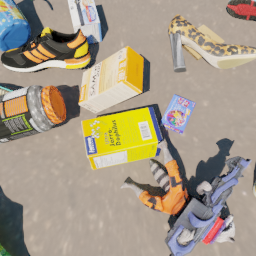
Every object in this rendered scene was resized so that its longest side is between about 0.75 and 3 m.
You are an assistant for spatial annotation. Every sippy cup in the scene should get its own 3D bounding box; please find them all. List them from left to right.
[{"bbox_3d":[-4.101,-3.445,8.978,1.688,2.303,1.808,48,44,9],"label":"sippy cup"}]

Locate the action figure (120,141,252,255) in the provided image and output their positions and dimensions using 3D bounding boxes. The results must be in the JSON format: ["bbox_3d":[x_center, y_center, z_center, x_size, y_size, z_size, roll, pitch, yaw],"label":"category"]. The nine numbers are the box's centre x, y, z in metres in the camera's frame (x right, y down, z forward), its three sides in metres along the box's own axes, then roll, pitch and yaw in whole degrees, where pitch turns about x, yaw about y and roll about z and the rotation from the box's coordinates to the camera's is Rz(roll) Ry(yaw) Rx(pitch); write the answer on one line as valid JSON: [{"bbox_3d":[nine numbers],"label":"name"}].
[{"bbox_3d":[1.553,1.507,6.661,2.677,1.448,2.768,43,94,13],"label":"action figure"}]

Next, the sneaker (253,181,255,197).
[{"bbox_3d":[3.892,0.842,7.181,0.812,0.977,2.168,20,65,9],"label":"sneaker"}]

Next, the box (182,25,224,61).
[{"bbox_3d":[2.469,-2.923,9.510,1.239,0.132,1.013,-35,69,-15],"label":"box"}]

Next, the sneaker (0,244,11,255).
[{"bbox_3d":[-3.180,2.794,6.137,1.001,1.129,2.702,-35,69,-17],"label":"sneaker"}]

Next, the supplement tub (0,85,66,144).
[{"bbox_3d":[-2.756,-0.376,7.321,2.034,1.246,1.246,-14,64,9],"label":"supplement tub"}]

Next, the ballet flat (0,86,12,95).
[{"bbox_3d":[-4.248,-1.083,8.340,2.312,0.784,0.871,27,86,20],"label":"ballet flat"}]

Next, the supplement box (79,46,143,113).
[{"bbox_3d":[-0.493,-1.294,7.823,1.862,0.685,1.173,-21,55,38],"label":"supplement box"}]

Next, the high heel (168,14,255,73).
[{"bbox_3d":[2.701,-2.890,8.859,2.795,0.998,1.992,-5,77,6],"label":"high heel"}]

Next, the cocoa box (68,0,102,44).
[{"bbox_3d":[-1.431,-3.602,9.417,0.868,0.882,1.323,-12,64,-6],"label":"cocoa box"}]

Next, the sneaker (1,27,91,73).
[{"bbox_3d":[-2.574,-2.489,8.508,2.803,1.261,0.980,-1,48,2],"label":"sneaker"}]

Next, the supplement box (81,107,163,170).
[{"bbox_3d":[-0.162,0.288,7.416,1.909,1.039,1.045,-12,65,-6],"label":"supplement box"}]

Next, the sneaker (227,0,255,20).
[{"bbox_3d":[4.828,-4.311,9.727,2.478,0.983,1.183,23,64,10],"label":"sneaker"}]

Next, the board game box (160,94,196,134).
[{"bbox_3d":[1.469,-0.411,8.213,0.702,0.234,1.044,24,66,11],"label":"board game box"}]
